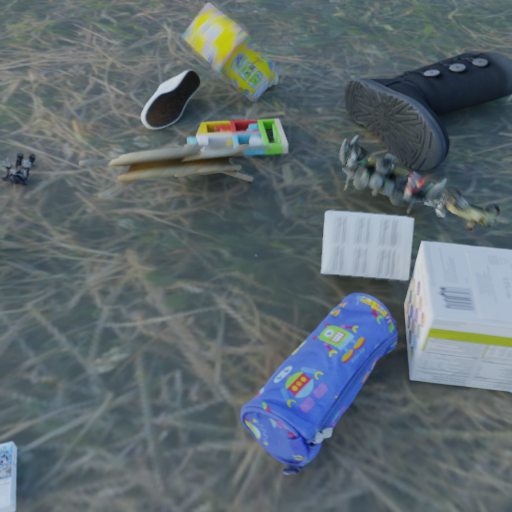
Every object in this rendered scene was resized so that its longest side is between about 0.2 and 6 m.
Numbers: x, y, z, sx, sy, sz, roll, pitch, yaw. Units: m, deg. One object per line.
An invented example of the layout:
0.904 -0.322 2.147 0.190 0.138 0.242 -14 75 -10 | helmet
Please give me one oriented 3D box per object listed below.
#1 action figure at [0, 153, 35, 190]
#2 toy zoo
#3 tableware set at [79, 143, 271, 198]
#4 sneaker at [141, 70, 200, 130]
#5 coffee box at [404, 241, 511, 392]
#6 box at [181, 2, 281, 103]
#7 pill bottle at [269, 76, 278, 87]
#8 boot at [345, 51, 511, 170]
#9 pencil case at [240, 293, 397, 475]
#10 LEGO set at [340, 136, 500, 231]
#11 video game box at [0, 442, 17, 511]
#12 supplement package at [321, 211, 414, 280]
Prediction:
-4.724 -1.731 11.101 0.557 0.478 0.937 8 43 -7 | action figure
-0.434 -2.520 11.931 2.056 0.210 1.349 -3 37 -5 | toy zoo
-1.258 -1.491 9.845 2.183 0.662 3.302 -4 9 23 | tableware set
-2.073 -3.506 12.893 0.827 0.711 1.953 -2 41 44 | sneaker
2.940 0.845 7.797 1.445 1.429 1.443 5 45 5 | coffee box
-0.554 -4.653 12.913 1.000 1.579 1.639 -47 58 12 | box
0.163 -4.339 13.769 0.712 0.395 0.395 -6 45 -5 | pill bottle
4.352 -3.355 12.324 3.781 1.241 3.116 -16 49 -22 | boot
0.929 1.572 7.360 1.105 0.993 2.545 12 42 42 | pencil case
2.485 -1.161 9.855 2.284 0.997 3.517 17 20 -13 | LEGO set
-3.383 2.763 6.741 0.915 0.214 0.834 -11 48 -11 | video game box
1.712 -0.191 8.787 1.287 0.946 1.230 5 6 9 | supplement package
